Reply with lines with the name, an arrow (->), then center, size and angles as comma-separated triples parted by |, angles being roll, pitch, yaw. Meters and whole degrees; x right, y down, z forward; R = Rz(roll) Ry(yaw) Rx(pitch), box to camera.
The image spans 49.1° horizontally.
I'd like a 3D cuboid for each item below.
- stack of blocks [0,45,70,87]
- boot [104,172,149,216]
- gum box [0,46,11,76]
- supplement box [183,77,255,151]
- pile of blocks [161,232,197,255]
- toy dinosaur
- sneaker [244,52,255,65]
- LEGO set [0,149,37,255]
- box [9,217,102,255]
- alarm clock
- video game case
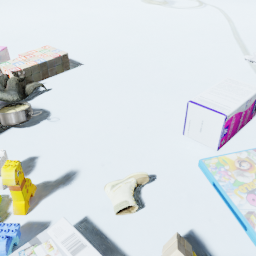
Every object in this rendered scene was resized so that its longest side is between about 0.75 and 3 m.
stack of blocks -> -3.394, -2.242, 10.082 | 1.295, 0.659, 2.250 | 27, 43, 32
boot -> 0.080, 1.264, 5.404 | 0.940, 0.339, 0.727 | -17, 37, -13
gum box -> -5.366, -1.815, 9.201 | 1.644, 0.958, 2.897 | 6, 35, 9
supplement box -> 2.439, -0.445, 7.233 | 1.040, 1.019, 2.013 | 28, 44, 33
pile of blocks -> 1.029, 2.598, 3.282 | 0.875, 1.155, 2.814 | -48, 30, 7
toy dinosaur -> -3.766, -1.243, 8.391 | 2.677, 1.030, 1.369 | 24, 44, -42
sneaker -> 4.975, -2.834, 11.071 | 0.325, 0.497, 0.864 | -12, 37, -17
LEGO set -> -2.258, 1.207, 4.809 | 1.034, 1.112, 2.711 | 0, 35, -1
box -> -1.248, 2.399, 3.687 | 1.687, 0.446, 2.164 | 29, 43, 34
alarm clock -> -2.897, -0.366, 7.457 | 1.365, 0.454, 0.921 | -1, 23, 20
video game case -> 2.713, 1.296, 5.452 | 1.741, 0.217, 2.433 | -9, 37, -13
